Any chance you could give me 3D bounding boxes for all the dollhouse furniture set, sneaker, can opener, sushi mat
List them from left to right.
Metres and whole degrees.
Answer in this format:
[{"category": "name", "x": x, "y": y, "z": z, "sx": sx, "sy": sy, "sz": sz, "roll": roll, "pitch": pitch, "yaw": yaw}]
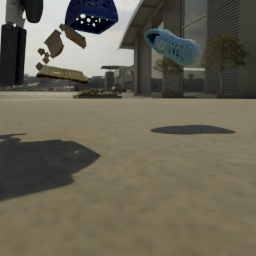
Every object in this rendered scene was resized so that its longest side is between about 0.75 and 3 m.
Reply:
[{"category": "can opener", "x": -1.680, "y": -1.448, "z": 4.404, "sx": 0.546, "sy": 1.632, "sz": 0.435, "roll": 13, "pitch": 14, "yaw": 17}, {"category": "dollhouse furniture set", "x": -2.070, "y": -2.350, "z": 8.554, "sx": 0.727, "sy": 1.641, "sz": 0.851, "roll": 35, "pitch": -13, "yaw": 6}, {"category": "sushi mat", "x": -1.562, "y": -1.297, "z": 6.719, "sx": 1.076, "sy": 0.136, "sz": 2.248, "roll": 8, "pitch": 15, "yaw": -15}, {"category": "sneaker", "x": 1.655, "y": -3.205, "z": 11.238, "sx": 1.195, "sy": 1.078, "sz": 2.916, "roll": -10, "pitch": 35, "yaw": -31}]

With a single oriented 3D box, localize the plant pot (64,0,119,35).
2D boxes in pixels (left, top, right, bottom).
[{"category": "plant pot", "x": -1.206, "y": -3.905, "z": 9.029, "sx": 1.365, "sy": 1.227, "sz": 1.365, "roll": 0, "pitch": -2, "yaw": -34}]
